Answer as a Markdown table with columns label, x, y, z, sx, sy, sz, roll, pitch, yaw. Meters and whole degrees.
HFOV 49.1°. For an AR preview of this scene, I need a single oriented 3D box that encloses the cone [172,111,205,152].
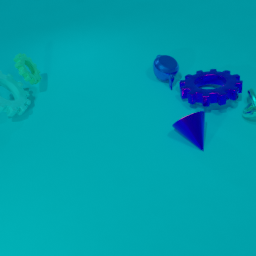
| label | x | y | z | sx | sy | sz | roll | pitch | yaw |
| --- | --- | --- | --- | --- | --- | --- | --- | --- | --- |
| cone | 1.875 | 0.195 | 7.758 | 0.995 | 0.995 | 0.999 | -17 | 75 | -16 |

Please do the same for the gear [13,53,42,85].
| label | x | y | z | sx | sy | sz | roll | pitch | yaw |
| --- | --- | --- | --- | --- | --- | --- | --- | --- | --- |
| gear | -3.242 | -1.914 | 9.089 | 0.194 | 1.050 | 1.050 | -27 | 45 | 14 |

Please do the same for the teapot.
| label | x | y | z | sx | sy | sz | roll | pitch | yaw |
| --- | --- | --- | --- | --- | --- | --- | --- | --- | --- |
| teapot | 1.295 | -2.002 | 9.705 | 0.927 | 0.730 | 1.490 | -9 | 58 | -20 |

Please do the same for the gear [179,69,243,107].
| label | x | y | z | sx | sy | sz | roll | pitch | yaw |
| --- | --- | --- | --- | --- | --- | --- | --- | --- | --- |
| gear | 2.622 | -1.330 | 8.960 | 1.904 | 0.352 | 1.904 | -8 | 34 | 5 |

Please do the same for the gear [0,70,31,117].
| label | x | y | z | sx | sy | sz | roll | pitch | yaw |
| --- | --- | --- | --- | --- | --- | --- | --- | --- | --- |
| gear | -3.704 | -1.058 | 8.376 | 1.562 | 0.289 | 1.562 | 37 | 29 | -25 |

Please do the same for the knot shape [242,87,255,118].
| label | x | y | z | sx | sy | sz | roll | pitch | yaw |
| --- | --- | --- | --- | --- | --- | --- | --- | --- | --- |
| knot shape | 4.183 | -0.665 | 8.489 | 1.243 | 0.614 | 1.328 | 15 | 48 | 14 |
